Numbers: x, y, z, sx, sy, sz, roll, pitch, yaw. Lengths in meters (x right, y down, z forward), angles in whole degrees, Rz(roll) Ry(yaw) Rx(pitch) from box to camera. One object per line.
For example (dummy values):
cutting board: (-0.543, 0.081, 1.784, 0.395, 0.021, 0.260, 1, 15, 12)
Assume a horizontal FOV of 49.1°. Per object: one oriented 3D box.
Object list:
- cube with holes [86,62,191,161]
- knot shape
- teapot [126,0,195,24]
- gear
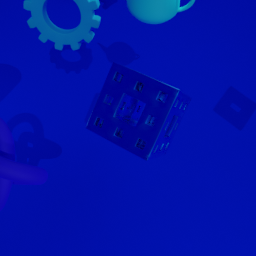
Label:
cube with holes: (0.204, -0.240, 4.286, 1.034, 1.034, 1.034, 27, 99, 19)
knot shape: (-2.359, 0.729, 4.929, 1.870, 1.750, 0.864, 33, 41, 8)
teapot: (0.418, -2.410, 5.019, 1.568, 0.768, 0.975, 16, 57, 8)
gear: (-1.288, -2.290, 5.575, 1.454, 1.454, 0.269, 3, 38, 1)
